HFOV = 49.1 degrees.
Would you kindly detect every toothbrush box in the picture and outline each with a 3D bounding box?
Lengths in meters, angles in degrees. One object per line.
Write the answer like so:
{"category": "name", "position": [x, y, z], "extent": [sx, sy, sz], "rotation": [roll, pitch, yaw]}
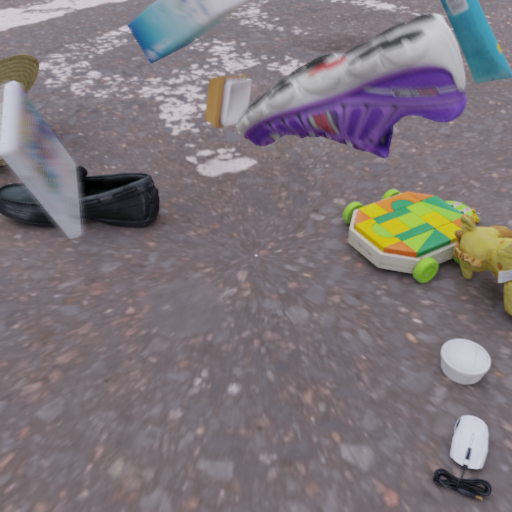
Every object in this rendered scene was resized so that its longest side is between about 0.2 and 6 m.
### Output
{"category": "toothbrush box", "position": [-1.242, -4.741, 10.821], "extent": [2.040, 0.870, 1.493], "rotation": [-15, 24, 41]}

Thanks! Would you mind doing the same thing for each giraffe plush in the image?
{"category": "giraffe plush", "position": [3.992, 0.041, 9.074], "extent": [1.871, 1.614, 1.517], "rotation": [8, 16, -29]}

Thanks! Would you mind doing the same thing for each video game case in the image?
{"category": "video game case", "position": [-2.734, -1.232, 7.176], "extent": [0.193, 1.480, 1.626], "rotation": [-23, 47, 2]}

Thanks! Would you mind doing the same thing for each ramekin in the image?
{"category": "ramekin", "position": [2.989, 1.547, 8.071], "extent": [0.683, 0.318, 0.683], "rotation": [0, 38, 0]}

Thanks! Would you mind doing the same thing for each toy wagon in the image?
{"category": "toy wagon", "position": [3.085, -0.577, 10.522], "extent": [2.786, 0.551, 2.162], "rotation": [-20, 43, -23]}

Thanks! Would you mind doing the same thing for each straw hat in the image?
{"category": "straw hat", "position": [-5.728, -2.850, 12.529], "extent": [1.442, 3.407, 3.407], "rotation": [49, 46, -8]}

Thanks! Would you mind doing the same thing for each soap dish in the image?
{"category": "soap dish", "position": [-0.573, -3.189, 11.436], "extent": [0.514, 0.995, 1.265], "rotation": [17, 23, 17]}

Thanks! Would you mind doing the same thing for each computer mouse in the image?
{"category": "computer mouse", "position": [2.652, 2.425, 7.022], "extent": [0.660, 0.264, 1.204], "rotation": [14, 41, 19]}

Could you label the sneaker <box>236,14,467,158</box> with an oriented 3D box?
{"category": "sneaker", "position": [0.973, -1.672, 6.667], "extent": [3.088, 1.288, 1.245], "rotation": [-2, 35, 49]}

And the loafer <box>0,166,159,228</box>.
{"category": "loafer", "position": [-3.490, -1.233, 10.869], "extent": [3.227, 1.133, 1.096], "rotation": [2, 39, 2]}

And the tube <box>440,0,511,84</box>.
{"category": "tube", "position": [3.271, -3.385, 8.462], "extent": [0.440, 1.745, 0.676], "rotation": [-42, 24, -13]}
